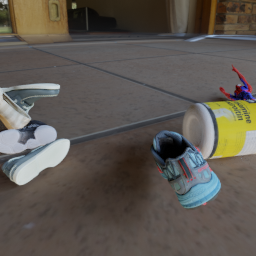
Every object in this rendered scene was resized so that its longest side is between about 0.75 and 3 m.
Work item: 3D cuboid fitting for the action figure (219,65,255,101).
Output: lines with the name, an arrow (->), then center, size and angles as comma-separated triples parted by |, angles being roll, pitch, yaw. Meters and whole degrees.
action figure -> 4.066, -1.406, 10.505 | 1.456, 0.960, 2.943 | 45, 26, -3

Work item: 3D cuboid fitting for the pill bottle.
pill bottle -> 2.778, -0.005, 7.112 | 2.495, 1.398, 1.398 | -5, 23, -14

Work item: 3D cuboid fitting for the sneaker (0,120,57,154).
sneaker -> -2.877, 0.212, 7.729 | 1.682, 0.635, 0.957 | -9, 18, -20

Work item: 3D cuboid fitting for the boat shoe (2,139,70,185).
boat shoe -> -2.039, 0.636, 6.417 | 0.559, 0.659, 1.809 | 19, 29, 21

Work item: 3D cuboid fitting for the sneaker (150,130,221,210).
sneaker -> 0.945, 0.460, 5.388 | 0.971, 1.169, 2.448 | -31, 14, -1

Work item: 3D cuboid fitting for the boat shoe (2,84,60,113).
boat shoe -> -3.317, -0.889, 8.895 | 2.902, 0.897, 1.057 | -3, 8, 25

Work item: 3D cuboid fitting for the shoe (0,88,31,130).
shoe -> -3.571, -0.815, 7.704 | 0.680, 2.546, 0.890 | -27, 52, -3
